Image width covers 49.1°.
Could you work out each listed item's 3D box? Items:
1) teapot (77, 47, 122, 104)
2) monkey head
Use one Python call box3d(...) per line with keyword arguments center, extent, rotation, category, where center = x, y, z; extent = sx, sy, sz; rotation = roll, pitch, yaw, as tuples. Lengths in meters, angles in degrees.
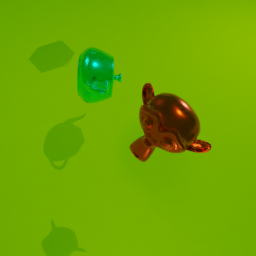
box3d(center=(-0.603, -1.137, 6.066), extent=(0.929, 1.180, 1.898), rotation=(3, 30, -5), category="teapot")
box3d(center=(0.413, 0.013, 3.302), extent=(1.123, 0.808, 0.677), rotation=(47, 39, 7), category="monkey head")
